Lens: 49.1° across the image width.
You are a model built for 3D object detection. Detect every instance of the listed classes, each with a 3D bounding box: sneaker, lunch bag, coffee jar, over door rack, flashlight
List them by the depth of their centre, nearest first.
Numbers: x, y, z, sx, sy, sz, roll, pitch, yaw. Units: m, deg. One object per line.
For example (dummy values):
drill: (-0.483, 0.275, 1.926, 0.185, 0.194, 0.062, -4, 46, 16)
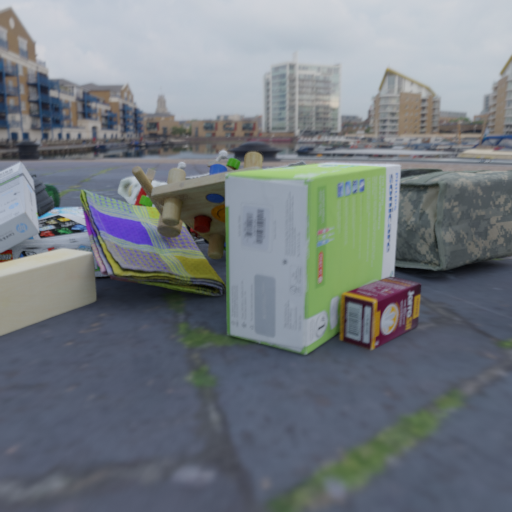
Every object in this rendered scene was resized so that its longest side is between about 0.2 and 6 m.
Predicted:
flashlight: (-4.930, -0.619, 10.231, 2.398, 0.812, 0.815, -36, 64, -25)
lunch bag: (3.115, -0.776, 10.651, 2.476, 1.775, 3.019, -8, 9, -31)
sneaker: (-2.214, -1.220, 11.681, 0.820, 0.777, 2.031, 11, 5, -36)
over door rack: (-0.347, -1.214, 11.925, 2.733, 2.019, 0.910, -3, 51, -10)
coffee jar: (-6.529, -1.505, 15.701, 1.088, 0.890, 2.087, 5, 14, 13)

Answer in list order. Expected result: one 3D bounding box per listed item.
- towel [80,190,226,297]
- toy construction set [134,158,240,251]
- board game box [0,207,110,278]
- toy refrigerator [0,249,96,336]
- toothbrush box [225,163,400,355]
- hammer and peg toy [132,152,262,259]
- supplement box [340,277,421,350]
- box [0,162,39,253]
towel: (-1.673, -0.250, 8.779, 1.910, 0.303, 2.660, 11, 25, -32)
toy construction set: (-1.091, -1.146, 10.458, 2.115, 1.625, 1.764, 20, -1, -4)
board game box: (-3.335, -0.379, 11.100, 2.605, 0.714, 4.127, -3, 13, -11)
toy refrigerator: (-3.071, 0.459, 7.358, 0.689, 0.747, 1.969, 7, 15, 28)
toothbrush box: (0.837, -0.155, 7.275, 1.166, 1.973, 2.710, 9, 16, 34)
hammer and peg toy: (-0.679, -0.619, 8.108, 2.421, 0.854, 1.780, -6, -25, 25)
supplement box: (1.512, 0.667, 6.764, 0.463, 0.597, 1.082, 13, 19, 43)
box: (-4.477, -0.614, 9.139, 1.739, 0.459, 2.230, -29, 35, -7)
